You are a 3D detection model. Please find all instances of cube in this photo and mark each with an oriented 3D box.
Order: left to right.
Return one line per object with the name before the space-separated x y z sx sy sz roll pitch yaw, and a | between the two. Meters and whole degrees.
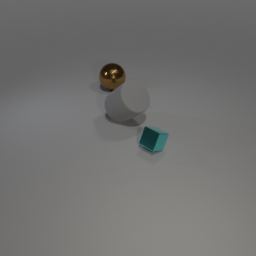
cube | 0.951 0.393 10.274 0.700 0.700 0.700 28 16 35

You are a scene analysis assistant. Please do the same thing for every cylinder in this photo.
cylinder | -0.048 -1.081 11.620 1.400 1.400 1.400 -28 2 -37

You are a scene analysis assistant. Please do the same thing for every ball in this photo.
ball | -0.816 -2.683 14.623 1.400 1.400 1.400 0 33 0
